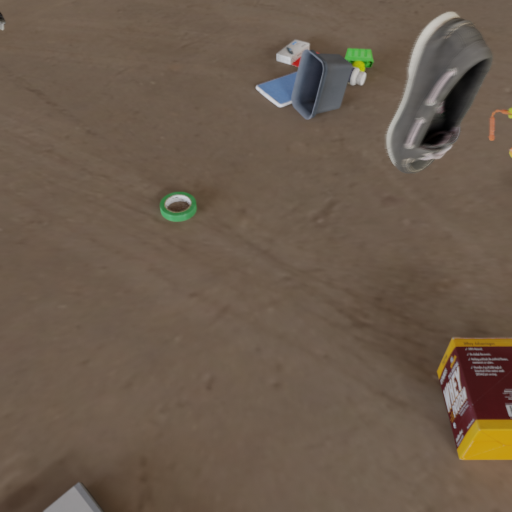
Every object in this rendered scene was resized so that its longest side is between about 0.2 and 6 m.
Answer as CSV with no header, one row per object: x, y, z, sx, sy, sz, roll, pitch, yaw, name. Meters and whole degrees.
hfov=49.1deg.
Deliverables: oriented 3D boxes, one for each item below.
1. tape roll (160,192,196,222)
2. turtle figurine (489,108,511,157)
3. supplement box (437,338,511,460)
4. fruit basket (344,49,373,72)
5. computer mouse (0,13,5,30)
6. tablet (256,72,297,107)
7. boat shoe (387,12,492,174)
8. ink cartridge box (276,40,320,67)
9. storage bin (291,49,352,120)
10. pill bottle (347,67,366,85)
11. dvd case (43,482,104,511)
-1.457,-0.924,10.487,0.672,0.161,0.672,-1,47,1,tape roll
3.883,-1.483,7.414,0.466,1.168,1.448,-39,102,-44,turtle figurine
3.278,1.874,7.409,1.313,0.884,1.331,0,47,0,supplement box
2.517,-4.722,13.852,0.780,0.562,0.780,0,91,3,fruit basket
-4.648,-3.462,9.209,1.553,0.409,1.075,-50,57,10,computer mouse
0.933,-4.034,13.386,1.633,0.112,1.063,-25,52,-22,tablet
1.927,-1.484,6.009,0.748,2.236,0.637,-29,62,-10,boat shoe
1.118,-5.182,14.379,0.833,0.211,0.945,25,53,23,ink cartridge box
1.462,-3.868,12.479,0.931,1.387,1.009,-14,49,-28,storage bin
2.238,-4.351,13.476,0.737,0.409,0.409,23,51,20,pill bottle
-2.378,3.832,6.026,2.229,0.276,1.675,-36,56,-28,dvd case
